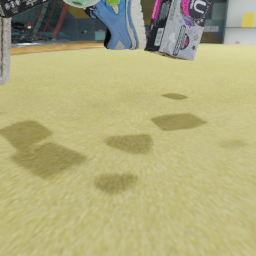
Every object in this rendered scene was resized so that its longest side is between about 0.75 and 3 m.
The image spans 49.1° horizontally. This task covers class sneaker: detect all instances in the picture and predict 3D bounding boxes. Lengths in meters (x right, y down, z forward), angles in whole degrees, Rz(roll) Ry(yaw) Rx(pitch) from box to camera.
[{"bbox_3d":[-0.367,-2.643,5.363,1.175,2.635,1.035,-12,39,2],"label":"sneaker"}]

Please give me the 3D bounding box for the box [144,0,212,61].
[{"bbox_3d":[1.295,-2.781,7.253,1.062,1.851,1.223,9,13,-19],"label":"box"}]

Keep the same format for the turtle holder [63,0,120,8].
[{"bbox_3d":[-0.552,-2.005,3.782,0.917,0.651,0.697,-24,75,-42],"label":"turtle holder"}]

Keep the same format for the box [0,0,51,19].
[{"bbox_3d":[-2.097,-2.519,4.589,1.484,0.923,1.102,25,51,31],"label":"box"}]

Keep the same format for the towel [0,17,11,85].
[{"bbox_3d":[-3.076,-2.305,6.399,0.465,2.698,1.788,0,6,-36],"label":"towel"}]
